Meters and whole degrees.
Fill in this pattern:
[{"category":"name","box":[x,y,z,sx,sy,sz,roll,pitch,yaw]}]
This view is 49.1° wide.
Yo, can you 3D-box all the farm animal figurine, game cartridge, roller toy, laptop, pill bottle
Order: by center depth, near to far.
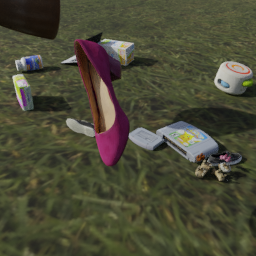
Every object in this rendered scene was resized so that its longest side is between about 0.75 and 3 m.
[{"category":"farm animal figurine","box":[2.142,1.010,7.082,0.867,0.436,0.700,7,53,5]},{"category":"game cartridge","box":[1.750,0.339,8.173,1.093,0.332,1.640,-17,37,-30]},{"category":"game cartridge","box":[0.517,0.321,8.307,0.957,0.194,0.638,27,39,35]},{"category":"roller toy","box":[4.118,-1.940,11.016,1.258,0.963,1.379,12,38,0]},{"category":"pill bottle","box":[-4.542,-2.959,12.890,1.117,0.626,0.626,-16,37,-23]},{"category":"laptop","box":[-2.264,-3.902,13.681,1.768,1.024,1.655,4,31,29]}]

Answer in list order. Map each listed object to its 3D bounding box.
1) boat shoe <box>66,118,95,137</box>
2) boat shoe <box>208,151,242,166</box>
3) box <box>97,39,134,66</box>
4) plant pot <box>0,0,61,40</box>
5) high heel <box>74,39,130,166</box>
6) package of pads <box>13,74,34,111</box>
[{"category":"boat shoe","box":[-1.403,-0.067,8.689,1.085,0.401,0.327,18,37,20]},{"category":"boat shoe","box":[2.603,0.764,7.482,0.979,0.324,0.342,-6,34,-9]},{"category":"box","box":[-0.627,-3.767,13.898,1.695,0.859,0.954,15,37,22]},{"category":"plant pot","box":[-2.834,-3.179,7.184,1.785,1.668,1.668,-7,32,-29]},{"category":"high heel","box":[-0.538,-0.419,4.588,0.691,0.985,2.049,-22,63,36]},{"category":"package of pads","box":[-3.783,-1.311,10.072,0.423,0.957,1.239,-16,36,-24]}]
